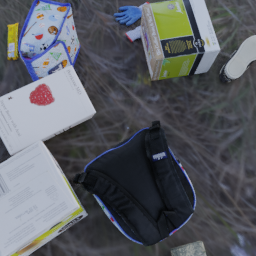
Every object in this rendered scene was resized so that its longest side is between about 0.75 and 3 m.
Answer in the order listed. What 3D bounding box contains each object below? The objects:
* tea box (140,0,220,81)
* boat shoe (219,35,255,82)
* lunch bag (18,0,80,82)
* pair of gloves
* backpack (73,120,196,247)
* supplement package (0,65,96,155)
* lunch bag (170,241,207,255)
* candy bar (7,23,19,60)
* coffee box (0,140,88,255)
[{"bbox_3d":[1.681,-3.074,9.730,2.165,1.471,2.201,-9,72,-5],"label":"tea box"},{"bbox_3d":[4.091,-2.448,10.006,0.832,0.680,2.253,42,73,-2],"label":"boat shoe"},{"bbox_3d":[-2.559,-2.567,9.293,1.525,2.093,2.462,11,65,6],"label":"lunch bag"},{"bbox_3d":[0.475,-4.173,11.003,1.634,0.232,2.033,-26,68,-11],"label":"pair of gloves"},{"bbox_3d":[0.407,1.648,7.441,2.714,2.090,2.585,-33,69,-1],"label":"backpack"},{"bbox_3d":[-2.508,-0.500,8.402,2.613,1.565,1.584,-28,93,-11],"label":"supplement package"},{"bbox_3d":[1.626,3.490,7.395,0.931,0.649,0.781,-13,66,-5],"label":"lunch bag"},{"bbox_3d":[-4.373,-3.313,10.639,0.441,0.196,1.768,-10,67,0],"label":"candy bar"},{"bbox_3d":[-2.468,1.921,7.359,1.977,1.958,1.980,-32,71,-13],"label":"coffee box"}]
